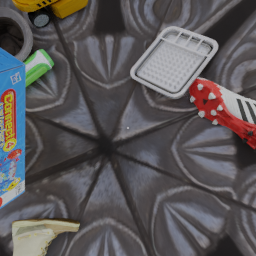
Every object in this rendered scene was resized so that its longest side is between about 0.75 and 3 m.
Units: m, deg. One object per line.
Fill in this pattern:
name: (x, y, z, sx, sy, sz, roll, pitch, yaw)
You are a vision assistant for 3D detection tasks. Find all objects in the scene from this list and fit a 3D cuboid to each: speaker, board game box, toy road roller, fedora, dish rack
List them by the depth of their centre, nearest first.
board game box: (-2.574, -0.312, 4.117, 2.449, 2.397, 0.684, 33, 41, 19)
dish rack: (1.252, -1.764, 7.684, 1.759, 0.446, 2.050, 32, 76, 29)
speaker: (-2.776, -1.537, 7.722, 1.440, 0.637, 0.637, -41, 78, -11)
fedora: (-3.413, -2.334, 7.839, 1.628, 0.831, 1.841, -33, 77, -9)
toy road roller: (-2.296, -4.033, 7.938, 2.126, 1.552, 1.306, -29, 76, -8)

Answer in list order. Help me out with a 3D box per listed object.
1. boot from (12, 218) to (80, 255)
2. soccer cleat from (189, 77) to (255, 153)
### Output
boot: (-1.935, 2.770, 6.531, 1.632, 0.588, 1.262, -3, 73, 5)
soccer cleat: (2.799, -0.477, 7.344, 2.705, 0.928, 1.152, 40, 53, 19)
